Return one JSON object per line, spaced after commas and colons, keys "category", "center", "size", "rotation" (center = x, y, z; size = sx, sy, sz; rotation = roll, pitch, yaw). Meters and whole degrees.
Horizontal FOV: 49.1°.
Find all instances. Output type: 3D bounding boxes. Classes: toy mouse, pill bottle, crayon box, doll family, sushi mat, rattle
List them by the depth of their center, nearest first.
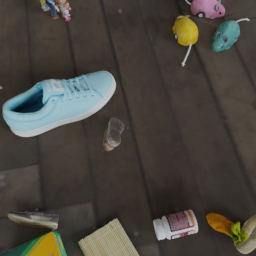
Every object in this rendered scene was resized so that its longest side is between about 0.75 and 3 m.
{"category": "crayon box", "center": [-1.626, 3.185, 5.437], "size": [1.158, 0.568, 1.950], "rotation": [-23, 68, -10]}
{"category": "rattle", "center": [2.336, 1.860, 5.571], "size": [0.919, 1.412, 1.009], "rotation": [-34, 70, -14]}
{"category": "sushi mat", "center": [-0.117, 3.020, 5.765], "size": [0.995, 0.126, 2.079], "rotation": [-30, 69, -14]}
{"category": "pill bottle", "center": [1.005, 2.082, 5.982], "size": [0.854, 0.488, 0.488], "rotation": [-11, 67, -5]}
{"category": "toy mouse", "center": [2.544, -3.221, 8.315], "size": [2.427, 0.528, 2.731], "rotation": [-7, 66, -3]}
{"category": "doll family", "center": [-2.373, -3.815, 8.350], "size": [0.689, 0.950, 1.530], "rotation": [-38, 71, -15]}

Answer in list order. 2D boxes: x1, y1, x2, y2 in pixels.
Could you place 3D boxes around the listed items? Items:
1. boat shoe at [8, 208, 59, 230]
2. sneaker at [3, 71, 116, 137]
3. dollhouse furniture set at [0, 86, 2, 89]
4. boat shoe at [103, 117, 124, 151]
{"category": "boat shoe", "center": [-2.043, 1.943, 6.118], "size": [1.114, 0.401, 0.361], "rotation": [8, 53, 8]}
{"category": "sneaker", "center": [-1.606, -0.745, 6.851], "size": [2.918, 1.195, 1.078], "rotation": [-30, 70, -12]}
{"category": "dollhouse furniture set", "center": [-3.714, -0.671, 7.283], "size": [0.460, 0.539, 1.039], "rotation": [33, 63, -29]}
{"category": "boat shoe", "center": [-0.387, 0.136, 6.741], "size": [0.426, 0.404, 1.125], "rotation": [33, 30, -11]}
